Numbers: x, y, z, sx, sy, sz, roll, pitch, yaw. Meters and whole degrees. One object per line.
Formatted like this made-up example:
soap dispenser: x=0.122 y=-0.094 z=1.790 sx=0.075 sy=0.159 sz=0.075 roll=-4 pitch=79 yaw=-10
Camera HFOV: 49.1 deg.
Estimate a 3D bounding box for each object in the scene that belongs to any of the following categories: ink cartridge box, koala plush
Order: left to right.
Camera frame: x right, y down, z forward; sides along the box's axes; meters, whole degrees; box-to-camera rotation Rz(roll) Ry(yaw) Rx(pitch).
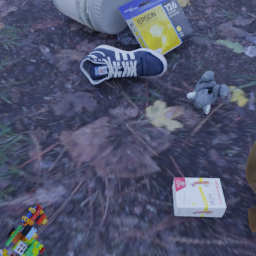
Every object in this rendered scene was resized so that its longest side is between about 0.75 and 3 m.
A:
ink cartridge box: x=1.007 y=-3.485 z=9.185 sx=1.999 sy=0.475 sz=2.023 roll=-36 pitch=101 yaw=-22
ink cartridge box: x=1.491 y=1.466 z=5.974 sx=1.004 sy=0.419 sz=0.729 roll=1 pitch=47 yaw=1
koala plush: x=2.043 y=-0.840 z=7.484 sx=0.860 sy=0.891 sz=0.969 roll=42 pitch=50 yaw=-3

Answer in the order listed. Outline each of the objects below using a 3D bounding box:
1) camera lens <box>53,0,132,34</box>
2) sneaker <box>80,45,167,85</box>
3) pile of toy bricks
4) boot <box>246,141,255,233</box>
camera lens: x=-1.243 y=-4.662 z=9.780 sx=2.602 sy=2.082 sz=2.082 roll=35 pitch=59 yaw=25
sneaker: x=-0.219 y=-1.741 z=8.030 sx=2.461 sy=0.862 sz=1.335 roll=15 pitch=38 yaw=25
pile of toy bricks: x=-1.843 y=2.133 z=5.131 sx=0.652 sy=0.733 sz=1.321 roll=46 pitch=61 yaw=-19
boot: x=3.444 y=1.248 z=5.809 sx=1.740 sy=0.829 sz=2.249 roll=11 pitch=72 yaw=-1
